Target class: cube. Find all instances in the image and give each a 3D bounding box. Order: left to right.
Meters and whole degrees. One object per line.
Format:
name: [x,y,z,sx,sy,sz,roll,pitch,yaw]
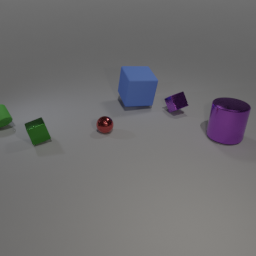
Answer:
cube: [-3.459,0.122,10.725,0.700,0.700,0.700,-24,31,-16]
cube: [0.426,-1.981,13.234,1.400,1.400,1.400,-4,40,-18]
cube: [2.212,-1.183,12.836,0.700,0.700,0.700,-21,0,-19]

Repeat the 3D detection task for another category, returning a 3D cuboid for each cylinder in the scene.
cylinder: [-5.243,-0.501,11.520,0.700,0.700,0.700,-25,75,-37]
cylinder: [3.860,-0.297,10.834,1.400,1.400,1.400,2,27,-1]

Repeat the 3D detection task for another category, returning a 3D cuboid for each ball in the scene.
ball: [-0.935,-0.136,11.362,0.700,0.700,0.700,0,29,0]
